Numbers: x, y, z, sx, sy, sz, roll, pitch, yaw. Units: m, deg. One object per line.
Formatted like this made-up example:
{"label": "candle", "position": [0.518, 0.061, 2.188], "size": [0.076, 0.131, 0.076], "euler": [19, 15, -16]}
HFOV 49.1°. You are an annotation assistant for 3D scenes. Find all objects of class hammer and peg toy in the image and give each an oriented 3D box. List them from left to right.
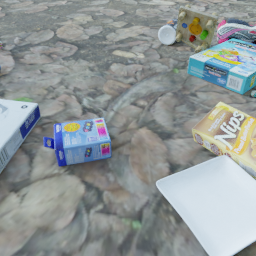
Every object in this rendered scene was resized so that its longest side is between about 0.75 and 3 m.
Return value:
{"label": "hammer and peg toy", "position": [2.404, -3.463, 10.346], "size": [1.459, 1.984, 0.700], "euler": [24, 65, 14]}

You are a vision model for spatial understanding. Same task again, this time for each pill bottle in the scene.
{"label": "pill bottle", "position": [2.044, -4.418, 12.699], "size": [0.873, 0.873, 1.644], "euler": [16, 39, 20]}

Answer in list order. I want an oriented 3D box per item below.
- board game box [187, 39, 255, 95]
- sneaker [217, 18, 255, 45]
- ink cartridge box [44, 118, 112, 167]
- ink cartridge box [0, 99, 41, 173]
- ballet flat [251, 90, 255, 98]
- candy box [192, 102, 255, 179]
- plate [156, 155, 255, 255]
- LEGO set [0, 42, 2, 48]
{"label": "board game box", "position": [3.898, -2.332, 10.018], "size": [2.876, 0.675, 2.171], "euler": [-29, 45, -34]}
{"label": "sneaker", "position": [5.177, -3.653, 11.631], "size": [2.942, 1.186, 1.098], "euler": [9, 66, 11]}
{"label": "ink cartridge box", "position": [-1.184, 0.318, 6.527], "size": [1.461, 0.558, 0.997], "euler": [-10, 37, -10]}
{"label": "ink cartridge box", "position": [-3.952, 0.157, 6.715], "size": [2.781, 0.565, 2.775], "euler": [5, 37, 6]}
{"label": "ballet flat", "position": [4.203, -1.105, 8.700], "size": [0.788, 0.265, 0.251], "euler": [-6, 33, -7]}
{"label": "candy box", "position": [2.535, 0.257, 6.344], "size": [1.084, 0.520, 1.879], "euler": [-41, 50, -15]}
{"label": "plate", "position": [1.736, 1.400, 5.248], "size": [1.846, 0.298, 1.842], "euler": [-17, 40, -21]}
{"label": "LEGO set", "position": [-5.719, -3.766, 12.125], "size": [0.540, 0.668, 1.452], "euler": [3, 10, -23]}
